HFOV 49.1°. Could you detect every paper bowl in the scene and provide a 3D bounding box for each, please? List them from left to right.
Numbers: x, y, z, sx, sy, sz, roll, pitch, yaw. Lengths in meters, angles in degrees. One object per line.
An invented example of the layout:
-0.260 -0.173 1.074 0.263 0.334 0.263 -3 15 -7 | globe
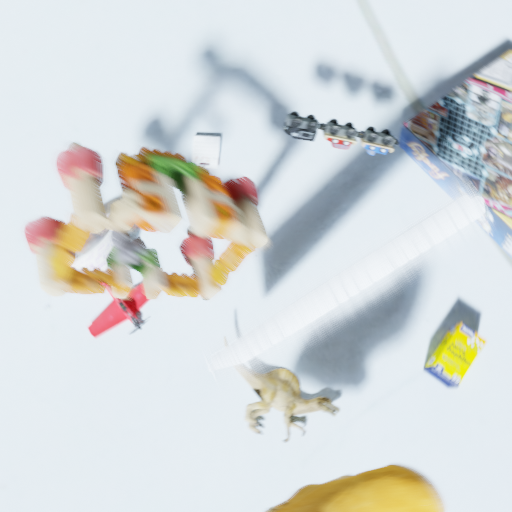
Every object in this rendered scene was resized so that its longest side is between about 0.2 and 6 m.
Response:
-3.253 -0.095 11.225 1.502 0.781 1.502 -18 36 14 | paper bowl

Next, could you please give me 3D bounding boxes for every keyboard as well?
1.371 0.546 8.768 4.806 1.353 0.256 -34 68 17 | keyboard

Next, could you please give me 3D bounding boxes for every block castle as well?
-1.695 -0.511 8.949 3.360 2.245 1.576 5 51 -37 | block castle

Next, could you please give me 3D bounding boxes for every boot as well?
1.183 3.710 7.887 1.873 2.616 0.920 -14 79 -30 | boot

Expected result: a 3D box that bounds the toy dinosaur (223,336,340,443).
0.241 2.743 10.923 2.668 0.777 1.349 29 63 -1 | toy dinosaur

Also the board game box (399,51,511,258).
5.677 -1.754 11.349 3.198 0.817 4.721 -34 67 -8 | board game box

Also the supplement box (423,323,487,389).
3.909 1.974 11.032 0.609 0.613 1.120 35 78 8 | supplement box

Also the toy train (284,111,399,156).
1.540 -2.163 10.129 2.175 0.498 0.371 8 43 -13 | toy train

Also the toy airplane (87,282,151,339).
-2.854 0.824 11.465 1.731 0.318 1.731 0 75 -2 | toy airplane

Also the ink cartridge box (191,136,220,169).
-1.111 -2.263 12.298 0.594 0.209 0.731 3 84 1 | ink cartridge box
